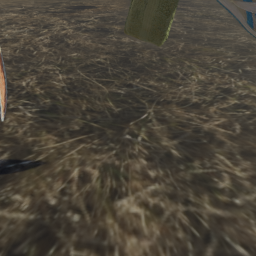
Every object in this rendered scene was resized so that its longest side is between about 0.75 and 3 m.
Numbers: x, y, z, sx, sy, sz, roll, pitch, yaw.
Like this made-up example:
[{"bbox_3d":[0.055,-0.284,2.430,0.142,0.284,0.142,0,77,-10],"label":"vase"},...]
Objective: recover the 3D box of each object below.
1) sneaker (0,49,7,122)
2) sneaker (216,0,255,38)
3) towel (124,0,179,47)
[{"bbox_3d":[-2.796,-1.350,4.779,1.057,2.644,0.944,-11,11,-13],"label":"sneaker"},{"bbox_3d":[2.964,-2.749,6.001,2.664,1.019,1.076,29,-15,-14],"label":"sneaker"},{"bbox_3d":[0.549,-2.706,6.610,1.142,1.540,0.281,17,50,-1],"label":"towel"}]
